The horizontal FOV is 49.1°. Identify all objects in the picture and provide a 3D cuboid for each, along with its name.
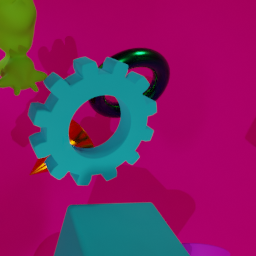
[{"bbox_3d":[-1.226,0.476,4.683,0.996,0.996,1.000,40,56,16],"label":"cone"},{"bbox_3d":[0.943,2.140,3.749,0.897,0.897,0.900,6,53,3],"label":"cone"},{"bbox_3d":[-2.024,-1.574,5.050,0.948,1.727,1.700,-18,82,-32],"label":"cow figurine"},{"bbox_3d":[0.028,-0.760,5.069,1.594,1.594,0.319,-20,58,-9],"label":"ring"},{"bbox_3d":[-0.348,-0.049,3.143,1.433,1.433,0.265,-34,37,-14],"label":"gear"},{"bbox_3d":[-0.130,1.813,3.417,1.263,1.263,1.263,7,23,-29],"label":"cube"}]
